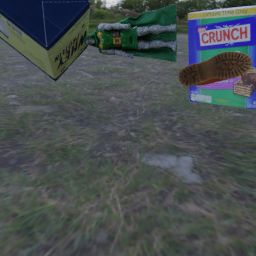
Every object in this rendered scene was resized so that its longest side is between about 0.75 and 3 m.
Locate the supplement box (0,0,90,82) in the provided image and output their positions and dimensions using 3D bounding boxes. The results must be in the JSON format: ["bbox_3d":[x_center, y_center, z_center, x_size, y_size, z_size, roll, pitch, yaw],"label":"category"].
[{"bbox_3d":[-2.762,-3.284,8.530,2.679,1.799,2.677,39,-14,-1],"label":"supplement box"}]

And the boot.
[{"bbox_3d":[1.434,-0.930,4.568,1.111,0.417,0.596,-9,-3,26],"label":"boot"}]

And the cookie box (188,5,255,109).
[{"bbox_3d":[2.398,-1.652,6.555,1.848,2.161,0.812,13,28,41],"label":"cookie box"}]

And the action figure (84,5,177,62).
[{"bbox_3d":[0.029,-2.727,8.558,2.871,1.696,0.785,1,31,12],"label":"action figure"}]
